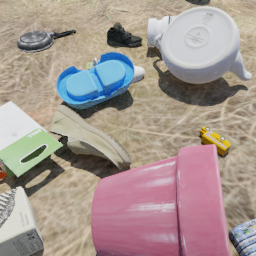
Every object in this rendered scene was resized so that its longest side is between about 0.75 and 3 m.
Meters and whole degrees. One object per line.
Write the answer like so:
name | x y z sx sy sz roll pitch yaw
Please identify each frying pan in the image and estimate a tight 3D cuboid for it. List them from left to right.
frying pan | -3.695 -4.063 12.755 2.763 0.450 1.671 -11 45 -6

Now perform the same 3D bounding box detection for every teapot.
teapot | 2.597 -2.750 10.227 2.843 2.104 2.881 -21 68 13

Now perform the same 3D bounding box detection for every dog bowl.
dog bowl | -1.054 -1.547 9.451 2.657 0.659 1.481 -24 68 -9

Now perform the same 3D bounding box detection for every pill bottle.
pill bottle | 2.090 -3.970 11.877 2.467 1.429 1.429 4 44 6

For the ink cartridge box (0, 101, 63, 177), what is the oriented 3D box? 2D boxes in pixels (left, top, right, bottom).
ink cartridge box | -3.060 0.414 7.732 2.646 0.785 1.374 33 53 29

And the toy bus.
toy bus | 2.485 0.365 8.136 0.385 0.320 0.983 -32 53 -28

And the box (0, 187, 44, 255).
box | -3.282 2.368 5.552 2.865 0.980 1.177 -21 48 -21

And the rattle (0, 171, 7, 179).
rattle | -4.643 1.179 6.957 2.510 1.634 1.793 36 64 -4

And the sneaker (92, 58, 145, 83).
sneaker | -0.329 -2.187 10.442 2.009 0.809 0.767 -3 39 -11

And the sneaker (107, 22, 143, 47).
sneaker | -0.156 -4.154 12.445 1.627 0.932 0.622 10 46 7

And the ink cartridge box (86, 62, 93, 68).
ink cartridge box | -1.185 -2.351 11.020 0.870 0.258 0.451 3 44 3

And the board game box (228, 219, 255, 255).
board game box | 3.289 2.568 5.668 1.720 0.530 1.719 -13 44 -13

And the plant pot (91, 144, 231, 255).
plant pot | 0.666 1.695 5.357 2.310 2.580 2.580 -8 42 16

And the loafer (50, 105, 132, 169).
loafer | -1.067 0.388 7.628 2.682 1.015 0.916 33 86 23
